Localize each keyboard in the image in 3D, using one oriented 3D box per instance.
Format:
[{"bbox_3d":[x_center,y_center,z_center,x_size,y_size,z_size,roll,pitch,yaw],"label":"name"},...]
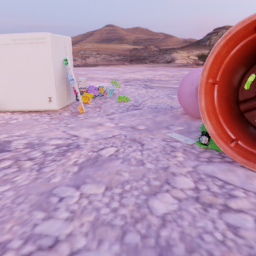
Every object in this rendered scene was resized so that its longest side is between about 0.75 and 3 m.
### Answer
[{"bbox_3d":[1.384,0.265,7.254,0.275,0.052,0.975,-8,16,-27],"label":"keyboard"}]

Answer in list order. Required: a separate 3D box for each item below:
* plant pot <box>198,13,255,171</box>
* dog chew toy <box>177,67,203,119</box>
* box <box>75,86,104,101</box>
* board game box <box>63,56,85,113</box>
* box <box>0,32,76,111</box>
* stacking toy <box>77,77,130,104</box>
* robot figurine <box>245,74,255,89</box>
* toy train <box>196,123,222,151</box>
[{"bbox_3d":[3.380,-0.751,6.090,2.997,2.997,2.915,8,9,27],"label":"plant pot"},{"bbox_3d":[2.544,-1.241,10.078,1.714,1.714,2.752,0,6,1],"label":"dog chew toy"},{"bbox_3d":[-2.812,-1.824,14.286,2.661,0.501,1.817,6,16,23],"label":"box"},{"bbox_3d":[-2.015,-1.606,10.469,0.209,1.618,1.618,-18,43,-8],"label":"board game box"},{"bbox_3d":[-3.797,-2.202,11.078,2.797,2.811,2.408,0,15,7],"label":"box"},{"bbox_3d":[-1.217,-1.695,13.140,2.291,0.538,1.728,1,34,-22],"label":"stacking toy"},{"bbox_3d":[4.968,-1.875,12.961,1.925,1.269,2.194,-11,17,-8],"label":"robot figurine"},{"bbox_3d":[2.331,0.003,7.386,0.745,0.551,2.642,16,19,18],"label":"toy train"}]
